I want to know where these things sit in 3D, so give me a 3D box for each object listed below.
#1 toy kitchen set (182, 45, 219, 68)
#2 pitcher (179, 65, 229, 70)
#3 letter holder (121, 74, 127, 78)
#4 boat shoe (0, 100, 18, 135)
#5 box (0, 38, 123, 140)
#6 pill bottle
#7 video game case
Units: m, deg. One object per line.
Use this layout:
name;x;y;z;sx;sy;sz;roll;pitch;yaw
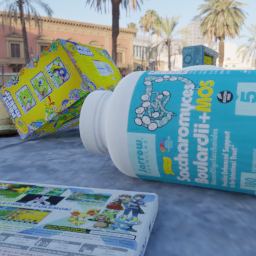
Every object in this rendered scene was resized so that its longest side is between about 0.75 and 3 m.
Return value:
toy kitchen set;2.363;-0.728;6.038;2.803;2.245;1.651;7;10;40
pitcher;0.840;-0.225;5.580;2.756;1.671;2.365;-8;19;18
letter holder;-0.429;-1.666;13.716;2.595;1.845;1.305;2;9;16
boat shoe;-3.537;-0.432;8.180;0.969;1.030;2.704;-2;9;-15
box;-1.563;-0.961;7.330;2.238;1.417;2.323;-32;-4;23
pill bottle;0.757;-0.006;3.748;2.726;1.510;1.510;3;9;23
video game case;-0.904;0.869;2.230;2.064;0.227;1.881;1;8;14
